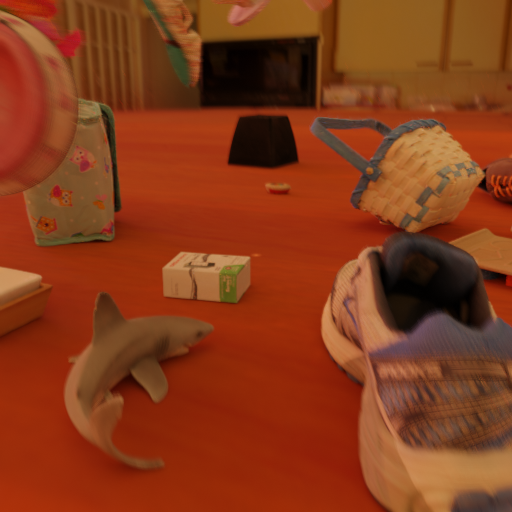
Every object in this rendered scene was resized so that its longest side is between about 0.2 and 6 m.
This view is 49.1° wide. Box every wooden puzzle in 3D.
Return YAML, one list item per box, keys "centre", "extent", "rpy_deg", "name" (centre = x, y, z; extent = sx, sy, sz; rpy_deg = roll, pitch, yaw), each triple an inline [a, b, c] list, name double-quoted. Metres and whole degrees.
- centre: [3.416, 0.101, 7.337]
  extent: [1.422, 0.355, 1.535]
  rpy_deg: [-17, 29, -41]
  name: "wooden puzzle"

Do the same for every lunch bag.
- centre: [-3.064, -1.496, 9.370]
  extent: [1.485, 2.075, 2.436]
  rpy_deg: [-5, 21, -11]
  name: "lunch bag"

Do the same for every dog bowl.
- centre: [-2.695, -1.461, 5.307]
  extent: [1.823, 1.823, 0.672]
  rpy_deg: [1, 9, 2]
  name: "dog bowl"

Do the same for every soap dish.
- centre: [-2.916, 0.476, 5.858]
  extent: [1.208, 0.491, 0.951]
  rpy_deg: [8, 19, 23]
  name: "soap dish"

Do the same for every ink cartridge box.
- centre: [-0.587, 0.249, 6.731]
  extent: [0.920, 0.387, 0.672]
  rpy_deg: [4, 18, 12]
  name: "ink cartridge box"

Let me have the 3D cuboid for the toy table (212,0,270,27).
- centre: [-0.228, -4.657, 9.887]
  extent: [0.646, 1.102, 1.013]
  rpy_deg: [28, 30, -42]
  name: "toy table"

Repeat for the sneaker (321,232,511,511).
- centre: [1.281, 0.437, 4.465]
  extent: [1.277, 1.412, 3.315]
  rpy_deg: [0, 17, -2]
  name: "sneaker"

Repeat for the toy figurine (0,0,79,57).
- centre: [-3.014, -3.331, 7.852]
  extent: [0.952, 1.167, 1.268]
  rpy_deg: [-37, -8, 16]
  name: "toy figurine"

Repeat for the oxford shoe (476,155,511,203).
- centre: [5.231, -1.332, 10.862]
  extent: [1.221, 1.194, 3.350]
  rpy_deg: [-13, 10, 6]
  name: "oxford shoe"

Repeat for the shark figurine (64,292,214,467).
- centre: [-1.156, 0.766, 4.409]
  extent: [1.261, 0.881, 2.111]
  rpy_deg: [1, 16, 7]
  name: "shark figurine"

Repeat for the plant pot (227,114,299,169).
- centre: [0.203, -3.428, 16.568]
  extent: [1.622, 1.443, 1.626]
  rpy_deg: [10, 21, 30]
  name: "plant pot"

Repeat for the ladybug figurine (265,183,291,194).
- centre: [0.489, -1.492, 12.489]
  extent: [0.588, 0.212, 0.399]
  rpy_deg: [7, 19, 22]
  name: "ladybug figurine"

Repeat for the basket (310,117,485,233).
- centre: [2.359, -1.596, 9.625]
  extent: [2.236, 1.764, 2.536]
  rpy_deg: [-14, 56, -44]
  name: "basket"

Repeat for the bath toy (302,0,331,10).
- centre: [0.780, -2.671, 4.761]
  extent: [0.664, 0.781, 1.796]
  rpy_deg: [-6, 7, -31]
  name: "bath toy"

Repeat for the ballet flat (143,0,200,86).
- centre: [-1.282, -3.756, 9.484]
  extent: [0.599, 1.875, 0.709]
  rpy_deg: [-42, 54, -14]
  name: "ballet flat"
